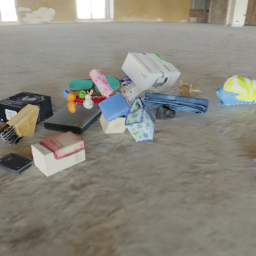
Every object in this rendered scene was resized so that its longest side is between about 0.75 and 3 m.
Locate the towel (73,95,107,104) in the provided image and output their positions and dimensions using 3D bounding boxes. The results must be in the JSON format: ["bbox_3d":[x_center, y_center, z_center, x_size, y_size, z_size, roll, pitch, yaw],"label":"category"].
[{"bbox_3d":[-1.698,-1.353,13.006,1.774,0.276,2.454,2,10,-5],"label":"towel"}]

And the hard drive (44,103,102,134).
[{"bbox_3d":[-2.200,-0.479,11.960,1.673,0.394,2.398,8,28,16],"label":"hard drive"}]

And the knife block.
[{"bbox_3d":[-4.065,-0.158,10.290,0.510,1.595,1.400,14,0,24],"label":"knife block"}]

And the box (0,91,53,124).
[{"bbox_3d":[-4.383,-0.818,12.027,1.598,0.954,1.625,12,28,22],"label":"box"}]

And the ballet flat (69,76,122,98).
[{"bbox_3d":[-1.388,-1.779,12.954,2.847,1.030,0.965,1,66,26],"label":"ballet flat"}]

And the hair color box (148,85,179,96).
[{"bbox_3d":[1.870,-1.862,14.655,1.488,0.451,0.737,-15,30,-25],"label":"hair color box"}]

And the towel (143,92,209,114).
[{"bbox_3d":[2.195,-1.122,12.692,2.813,0.683,1.571,9,7,20],"label":"towel"}]

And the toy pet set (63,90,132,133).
[{"bbox_3d":[-0.862,-1.084,10.963,2.652,1.408,2.476,-1,47,-31],"label":"toy pet set"}]

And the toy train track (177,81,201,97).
[{"bbox_3d":[3.147,-2.034,14.997,1.656,0.470,2.888,2,27,5],"label":"toy train track"}]

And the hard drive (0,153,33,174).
[{"bbox_3d":[-3.624,1.135,8.936,1.043,0.221,0.703,14,30,26],"label":"hard drive"}]

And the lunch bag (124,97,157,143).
[{"bbox_3d":[0.387,-0.248,7.807,0.645,0.861,1.012,-11,47,22],"label":"lunch bag"}]

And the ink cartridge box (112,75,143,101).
[{"bbox_3d":[0.011,-2.201,15.151,1.292,0.608,2.749,13,29,23],"label":"ink cartridge box"}]

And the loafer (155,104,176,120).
[{"bbox_3d":[1.657,-0.714,11.953,0.563,0.582,1.657,12,13,27],"label":"loafer"}]

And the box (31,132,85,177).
[{"bbox_3d":[-2.214,0.789,9.002,1.415,0.771,0.905,-22,34,-37],"label":"box"}]

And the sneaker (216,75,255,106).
[{"bbox_3d":[5.367,-1.634,13.438,2.992,1.133,1.572,16,-29,-34],"label":"sneaker"}]

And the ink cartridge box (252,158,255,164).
[{"bbox_3d":[4.654,1.073,9.015,1.395,0.274,0.694,-16,31,-31],"label":"ink cartridge box"}]

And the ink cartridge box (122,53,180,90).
[{"bbox_3d":[1.244,-3.108,15.219,2.619,1.101,1.911,-11,53,-43],"label":"ink cartridge box"}]

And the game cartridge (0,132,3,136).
[{"bbox_3d":[-5.536,0.428,10.324,0.993,0.294,1.531,14,30,18],"label":"game cartridge"}]

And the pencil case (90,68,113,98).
[{"bbox_3d":[-0.759,-1.285,7.968,0.372,0.372,0.851,-23,74,-38],"label":"pencil case"}]
